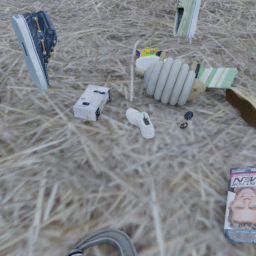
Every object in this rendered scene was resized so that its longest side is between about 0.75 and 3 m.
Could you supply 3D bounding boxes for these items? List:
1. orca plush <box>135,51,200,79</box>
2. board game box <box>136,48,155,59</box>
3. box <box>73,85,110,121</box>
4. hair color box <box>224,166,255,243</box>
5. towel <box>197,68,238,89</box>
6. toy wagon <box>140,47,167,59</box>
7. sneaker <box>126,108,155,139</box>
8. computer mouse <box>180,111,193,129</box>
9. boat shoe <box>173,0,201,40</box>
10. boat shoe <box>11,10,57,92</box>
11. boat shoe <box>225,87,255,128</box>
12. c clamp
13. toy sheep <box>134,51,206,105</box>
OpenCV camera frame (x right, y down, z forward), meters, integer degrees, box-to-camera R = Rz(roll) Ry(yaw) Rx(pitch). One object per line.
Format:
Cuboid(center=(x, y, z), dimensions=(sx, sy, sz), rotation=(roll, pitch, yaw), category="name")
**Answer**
Cuboid(center=(1.788, -2.684, 12.585), dimensions=(2.819, 1.483, 1.002), rotation=(-1, 5, 18), category="orca plush")
Cuboid(center=(1.030, -3.682, 14.189), dimensions=(1.140, 0.323, 0.943), rotation=(-5, 41, -5), category="board game box")
Cuboid(center=(-1.415, -1.039, 11.158), dimensions=(0.946, 0.488, 1.622), rotation=(12, 43, 13), category="box")
Cuboid(center=(3.245, 1.970, 7.471), dimensions=(1.033, 0.625, 2.065), rotation=(-12, 34, 33), category="hair color box")
Cuboid(center=(3.470, -2.174, 12.196), dimensions=(2.204, 0.258, 1.681), rotation=(8, 40, 31), category="towel")
Cuboid(center=(1.291, -3.431, 13.643), dimensions=(1.409, 0.279, 1.093), rotation=(5, 65, 0), category="toy wagon")
Cuboid(center=(0.474, -0.369, 10.251), dimensions=(0.615, 0.723, 1.635), rotation=(-23, 47, -22), category="sneaker")
Cuboid(center=(2.229, -0.340, 10.627), dimensions=(0.309, 0.179, 1.053), rotation=(19, 46, 18), category="computer mouse")
Cuboid(center=(2.160, -4.481, 10.279), dimensions=(0.732, 2.359, 0.849), rotation=(-4, 15, -24), category="boat shoe")
Cuboid(center=(-2.676, -2.390, 8.820), dimensions=(1.099, 2.422, 0.857), rotation=(-30, 39, -28), category="boat shoe")
Cuboid(center=(4.691, -0.896, 10.733), dimensions=(0.778, 0.859, 2.411), rotation=(-11, 42, -11), category="boat shoe")
Cuboid(center=(-0.676, 3.562, 6.203), dimensions=(2.312, 0.367, 2.706), rotation=(-9, 43, -10), category="c clamp")
Cuboid(center=(1.641, -1.897, 11.083), dimensions=(2.888, 1.991, 1.991), rotation=(18, 45, 10), category="toy sheep")
